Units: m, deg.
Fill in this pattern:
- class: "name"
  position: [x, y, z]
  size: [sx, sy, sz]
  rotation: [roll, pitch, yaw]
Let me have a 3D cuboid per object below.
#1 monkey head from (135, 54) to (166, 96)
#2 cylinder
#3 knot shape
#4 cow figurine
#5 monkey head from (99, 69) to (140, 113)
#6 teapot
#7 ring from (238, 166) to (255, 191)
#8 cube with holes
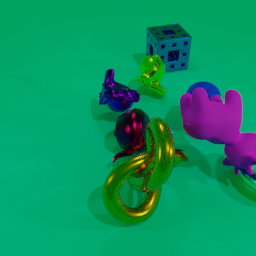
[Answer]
- class: "monkey head"
  position: [0.828, -1.595, 8.383]
  size: [1.148, 1.596, 0.962]
  rotation: [36, 92, 5]
- class: "cylinder"
  position: [1.858, -0.608, 7.092]
  size: [0.932, 0.932, 0.932]
  rotation: [13, 29, 14]
- class: "knot shape"
  position: [0.473, 0.792, 5.470]
  size: [0.939, 2.032, 1.902]
  rotation: [32, 15, 20]
- class: "cow figurine"
  position: [1.866, 0.110, 5.612]
  size: [1.741, 0.956, 1.713]
  rotation: [0, 82, -23]
- class: "monkey head"
  position: [-0.256, -0.963, 7.395]
  size: [0.916, 1.093, 1.520]
  rotation: [6, 1, -23]
- class: "teapot"
  position: [0.064, 0.123, 6.600]
  size: [0.848, 1.076, 1.731]
  rotation: [-5, 43, 21]
- class: "ring"
  position: [3.241, 0.835, 5.994]
  size: [1.802, 0.360, 1.802]
  rotation: [-7, 31, 4]
- class: "cube with holes"
  position: [1.352, -2.741, 9.632]
  size: [1.164, 1.164, 1.164]
  rotation: [-11, 43, -10]
